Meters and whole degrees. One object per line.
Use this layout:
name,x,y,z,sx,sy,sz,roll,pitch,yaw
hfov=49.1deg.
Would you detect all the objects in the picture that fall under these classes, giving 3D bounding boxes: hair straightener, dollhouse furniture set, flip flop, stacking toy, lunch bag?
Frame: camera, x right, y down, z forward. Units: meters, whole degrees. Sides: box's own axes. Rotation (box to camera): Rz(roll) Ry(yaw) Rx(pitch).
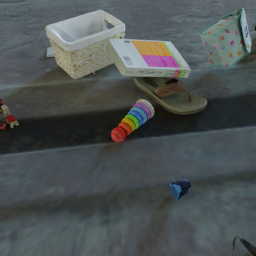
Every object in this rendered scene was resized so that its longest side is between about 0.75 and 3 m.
hair straightener,2.754,3.034,4.863,0.998,0.531,2.594,-24,49,-23
dollhouse furniture set,-3.952,-0.450,8.486,0.677,0.511,1.257,-31,52,-28
flip flop,1.329,-1.294,9.132,2.650,0.763,1.074,36,54,25
stacking toy,0.071,-0.165,8.178,0.657,0.657,1.540,30,58,28
lunch bag,3.705,-3.229,10.123,1.779,1.516,1.085,-36,30,-9

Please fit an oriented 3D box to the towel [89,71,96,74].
towel,-1.633,-2.180,10.590,0.767,0.087,0.552,-8,45,-8

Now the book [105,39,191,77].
book,0.728,-2.446,9.869,2.614,0.628,1.746,-3,46,-28

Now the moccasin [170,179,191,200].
moccasin,1.190,1.368,6.200,0.389,1.139,0.458,-22,81,-2

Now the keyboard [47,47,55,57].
keyboard,-2.053,-3.253,11.697,2.611,0.139,0.735,-5,39,-6

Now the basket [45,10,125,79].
basket,-1.501,-3.106,10.369,2.453,1.513,1.663,-29,53,-26

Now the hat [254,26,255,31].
hat,6.693,-3.273,11.516,2.350,2.497,2.837,-4,0,-5
